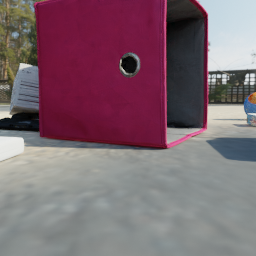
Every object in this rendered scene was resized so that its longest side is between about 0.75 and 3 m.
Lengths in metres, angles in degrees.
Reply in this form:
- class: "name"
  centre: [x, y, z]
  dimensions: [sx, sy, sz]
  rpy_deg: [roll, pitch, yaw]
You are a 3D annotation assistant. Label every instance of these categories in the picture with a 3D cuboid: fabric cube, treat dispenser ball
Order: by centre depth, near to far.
- class: "fabric cube"
  centre: [0.022, -1.246, 6.244]
  dimensions: [2.898, 2.852, 2.908]
  rpy_deg: [3, 7, 28]
- class: "treat dispenser ball"
  centre: [5.212, -0.871, 11.160]
  dimensions: [1.129, 1.129, 1.129]
  rpy_deg: [0, 6, 0]

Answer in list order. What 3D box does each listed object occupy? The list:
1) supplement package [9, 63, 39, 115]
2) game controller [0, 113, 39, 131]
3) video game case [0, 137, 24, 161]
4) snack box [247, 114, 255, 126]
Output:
- class: "supplement package"
  centre: [-2.634, -0.962, 8.631]
  dimensions: [1.688, 1.202, 2.167]
  rpy_deg: [9, -7, -25]
- class: "game controller"
  centre: [-2.590, -0.120, 7.765]
  dimensions: [2.136, 0.450, 1.114]
  rpy_deg: [2, 21, 23]
- class: "video game case"
  centre: [-2.831, 0.352, 3.183]
  dimensions: [2.228, 0.290, 2.448]
  rpy_deg: [1, 6, 9]
- class: "snack box"
  centre: [4.810, -0.243, 8.606]
  dimensions: [1.944, 0.361, 1.129]
  rpy_deg: [1, 6, 8]
